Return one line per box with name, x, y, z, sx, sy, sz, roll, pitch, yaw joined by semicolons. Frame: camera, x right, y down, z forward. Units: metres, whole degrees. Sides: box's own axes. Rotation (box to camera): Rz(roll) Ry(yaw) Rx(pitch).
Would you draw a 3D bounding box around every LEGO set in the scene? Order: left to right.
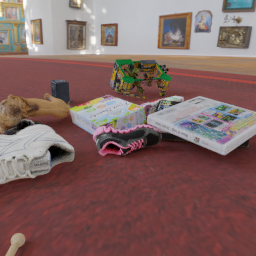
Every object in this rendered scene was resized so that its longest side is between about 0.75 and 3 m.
LEGO set;0.474;-2.099;13.457;2.936;1.701;2.257;-14;52;-28

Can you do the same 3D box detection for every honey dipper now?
honey dipper;-1.470;1.699;3.081;0.305;0.305;1.604;-1;16;-3

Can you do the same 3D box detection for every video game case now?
video game case;2.034;-0.195;6.987;2.344;0.278;2.134;-21;34;-40

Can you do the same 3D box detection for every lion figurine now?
lion figurine;-2.781;-0.603;8.837;2.833;1.026;1.735;-14;18;-30

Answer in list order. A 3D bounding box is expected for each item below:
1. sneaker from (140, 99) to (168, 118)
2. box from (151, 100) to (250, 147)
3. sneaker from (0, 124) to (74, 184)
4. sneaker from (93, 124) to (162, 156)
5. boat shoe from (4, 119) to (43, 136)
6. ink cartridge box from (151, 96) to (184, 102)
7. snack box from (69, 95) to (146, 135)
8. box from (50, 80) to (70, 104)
sneaker;0.903;-0.737;10.158;1.401;0.564;0.620;-13;13;-35
box;2.084;-0.246;8.445;2.548;0.627;2.639;3;18;11
sneaker;-2.208;0.569;5.475;1.173;1.004;2.694;18;25;32
sneaker;0.012;0.379;6.784;1.687;0.667;0.805;-4;37;-4
boat shoe;-2.817;0.050;7.655;0.668;0.545;1.808;3;18;9
ink cartridge box;1.655;-1.221;12.025;1.147;0.287;0.923;18;25;39
snack box;-0.674;-0.390;8.586;1.506;0.561;2.118;-25;29;-26
box;-2.843;-1.497;11.749;0.586;0.946;0.930;-8;20;-24
